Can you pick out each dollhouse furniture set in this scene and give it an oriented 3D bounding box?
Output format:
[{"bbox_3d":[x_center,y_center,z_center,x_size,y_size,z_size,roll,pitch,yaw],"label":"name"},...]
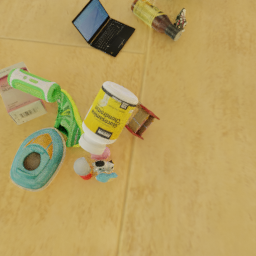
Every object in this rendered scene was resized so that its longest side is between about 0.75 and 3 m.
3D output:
[{"bbox_3d":[0.153,-0.574,10.189,1.001,0.756,1.860,-50,52,9],"label":"dollhouse furniture set"}]

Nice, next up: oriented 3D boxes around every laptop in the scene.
[{"bbox_3d":[-0.956,-4.261,11.706,2.015,1.041,1.786,28,70,12],"label":"laptop"}]

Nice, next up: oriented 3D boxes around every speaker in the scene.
[{"bbox_3d":[-3.010,-1.372,9.010,1.620,0.717,0.717,22,68,10],"label":"speaker"}]

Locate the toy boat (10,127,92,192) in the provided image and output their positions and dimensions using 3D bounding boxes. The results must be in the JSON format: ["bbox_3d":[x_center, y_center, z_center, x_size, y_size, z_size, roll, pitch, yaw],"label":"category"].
[{"bbox_3d":[-2.439,1.067,9.231,2.715,1.262,2.282,15,66,7],"label":"toy boat"}]

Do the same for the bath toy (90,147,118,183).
[{"bbox_3d":[-0.871,0.951,9.609,0.649,0.764,1.756,-30,60,20],"label":"bath toy"}]

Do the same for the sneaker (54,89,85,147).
[{"bbox_3d":[-2.256,-0.397,10.079,1.010,0.895,2.416,-21,68,-13],"label":"sneaker"}]

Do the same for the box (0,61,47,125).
[{"bbox_3d":[-3.982,-1.290,10.389,1.213,1.034,1.898,-25,69,-11],"label":"box"}]

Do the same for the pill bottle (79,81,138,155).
[{"bbox_3d":[-0.697,-0.273,8.937,1.229,1.229,2.194,35,108,14],"label":"pill bottle"}]

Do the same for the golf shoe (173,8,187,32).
[{"bbox_3d":[2.354,-4.720,12.300,0.529,0.464,1.201,25,71,-10],"label":"golf shoe"}]

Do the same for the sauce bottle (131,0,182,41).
[{"bbox_3d":[1.241,-4.659,12.032,2.518,0.831,0.831,42,73,14],"label":"sauce bottle"}]
